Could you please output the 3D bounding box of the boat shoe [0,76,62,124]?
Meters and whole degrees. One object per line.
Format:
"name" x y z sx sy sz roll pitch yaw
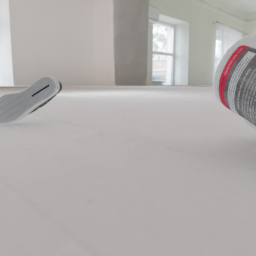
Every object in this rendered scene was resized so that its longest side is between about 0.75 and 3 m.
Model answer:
"boat shoe" -2.953 -0.744 8.325 2.327 0.839 0.825 -23 -5 7

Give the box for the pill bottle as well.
"pill bottle" 2.922 -0.490 4.685 1.549 1.549 2.798 -6 32 -28

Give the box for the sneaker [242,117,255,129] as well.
"sneaker" 3.231 -0.253 5.976 1.425 0.797 0.521 30 40 35
